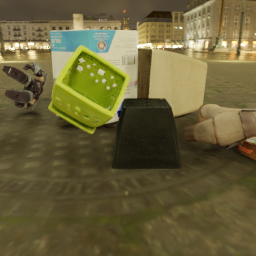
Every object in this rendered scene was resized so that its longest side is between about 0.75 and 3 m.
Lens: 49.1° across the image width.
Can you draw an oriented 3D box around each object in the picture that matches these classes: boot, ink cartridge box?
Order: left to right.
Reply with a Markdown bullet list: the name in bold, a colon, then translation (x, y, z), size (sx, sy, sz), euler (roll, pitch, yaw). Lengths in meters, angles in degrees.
- **ink cartridge box**: translation (-1.097, -1.755, 9.400), size (2.094, 2.867, 2.103), euler (17, 24, 42)
- **boot**: translation (2.569, -0.170, 6.738), size (1.900, 0.913, 2.599), euler (-10, 13, 39)

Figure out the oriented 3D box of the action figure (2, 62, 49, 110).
- **action figure**: translation (-3.579, -1.489, 9.986), size (0.975, 1.829, 2.810), euler (12, 3, -7)

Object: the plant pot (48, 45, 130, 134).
- **plant pot**: translation (-0.937, -0.760, 6.319), size (1.363, 1.243, 1.370), euler (30, 52, -12)

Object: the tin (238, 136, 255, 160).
- **tin**: translation (3.728, 0.366, 6.611), size (2.353, 0.493, 1.318), euler (-5, 14, -16)

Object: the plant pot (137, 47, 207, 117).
- **plant pot**: translation (1.497, -1.613, 10.088), size (2.078, 2.347, 2.344), euler (1, 16, -10)

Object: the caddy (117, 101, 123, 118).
- **caddy**: translation (0.068, -0.357, 8.263), size (0.699, 0.989, 0.519), euler (7, 61, 19)

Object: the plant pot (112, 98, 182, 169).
- **plant pot**: translation (0.388, 0.043, 6.253), size (1.452, 1.292, 1.456), euler (0, 18, 0)
